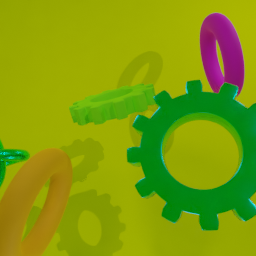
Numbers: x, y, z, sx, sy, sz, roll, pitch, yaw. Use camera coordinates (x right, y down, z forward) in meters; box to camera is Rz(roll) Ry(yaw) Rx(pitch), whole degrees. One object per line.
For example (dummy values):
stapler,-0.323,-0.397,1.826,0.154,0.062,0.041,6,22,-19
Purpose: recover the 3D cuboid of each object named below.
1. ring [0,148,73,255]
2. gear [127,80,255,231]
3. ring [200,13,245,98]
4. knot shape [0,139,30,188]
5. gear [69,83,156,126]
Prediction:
ring,-1.457,1.305,4.503,0.409,2.043,2.043,17,71,9
gear,0.970,0.321,3.735,1.925,0.356,1.925,-4,73,12
ring,1.978,-1.496,6.030,0.376,1.878,1.878,-15,71,3
knot shape,-2.390,0.535,4.702,1.321,1.236,0.610,-34,56,-24
gear,-0.293,-0.505,5.609,1.710,1.710,0.316,-16,106,-6
